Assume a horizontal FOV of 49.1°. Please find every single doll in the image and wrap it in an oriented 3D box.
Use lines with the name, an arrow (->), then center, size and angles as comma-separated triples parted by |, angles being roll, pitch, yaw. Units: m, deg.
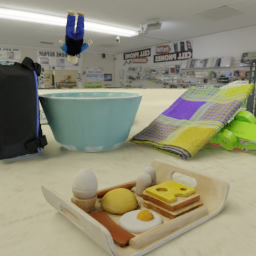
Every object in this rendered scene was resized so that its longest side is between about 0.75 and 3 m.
doll -> -2.394, -4.055, 12.828 | 1.615, 2.367, 0.573 | -7, 33, -34

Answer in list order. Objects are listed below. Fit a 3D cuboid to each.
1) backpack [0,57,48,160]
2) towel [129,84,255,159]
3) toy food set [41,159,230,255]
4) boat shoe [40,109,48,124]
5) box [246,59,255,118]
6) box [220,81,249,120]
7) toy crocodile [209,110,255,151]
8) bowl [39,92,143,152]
backpack -> -3.007, -0.464, 6.511 | 1.722, 2.144, 2.343 | -6, 10, -27
towel -> 1.636, -0.320, 7.280 | 2.980, 0.339, 2.140 | -39, 27, -24
toy food set -> 0.129, 0.806, 3.652 | 2.059, 0.622, 1.477 | -8, 13, -39
boat shoe -> -3.602, -0.572, 11.063 | 2.305, 0.739, 0.850 | 2, 10, 9
box -> 4.629, -0.773, 7.667 | 1.381, 2.313, 2.352 | -5, 11, -24
box -> 4.877, -1.173, 11.918 | 1.581, 1.354, 1.573 | -25, 22, -31
toy crocodile -> 2.399, 0.102, 7.226 | 0.940, 0.860, 2.784 | -43, 28, -20
bowl -> -0.932, -0.208, 7.232 | 2.616, 1.368, 2.616 | 0, 9, 0
